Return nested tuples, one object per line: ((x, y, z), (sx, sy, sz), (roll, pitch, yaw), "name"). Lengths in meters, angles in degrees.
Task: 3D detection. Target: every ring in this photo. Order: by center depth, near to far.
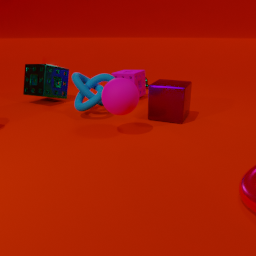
((2.581, 0.884, 4.463), (1.571, 0.314, 1.571), (-22, 14, 6), "ring")

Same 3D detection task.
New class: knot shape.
((-1.231, -1.315, 9.312), (1.663, 0.769, 1.557), (-34, 66, -30), "knot shape")

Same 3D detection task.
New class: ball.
((-0.202, -0.836, 7.498), (1.002, 1.002, 1.002), (0, 20, 0), "ball")

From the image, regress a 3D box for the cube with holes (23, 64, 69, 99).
((-3.172, -1.797, 10.892), (1.180, 1.180, 1.180), (8, 5, 33), "cube with holes")

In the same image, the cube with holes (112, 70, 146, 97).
((0.055, -1.811, 11.533), (1.008, 1.008, 1.008), (6, 21, 28), "cube with holes")

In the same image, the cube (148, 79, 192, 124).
((1.339, -0.881, 8.933), (1.122, 1.122, 1.122), (8, 22, 21), "cube")

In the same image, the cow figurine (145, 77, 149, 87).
((0.636, -2.145, 13.479), (0.896, 0.492, 0.882), (-26, 23, -25), "cow figurine")
